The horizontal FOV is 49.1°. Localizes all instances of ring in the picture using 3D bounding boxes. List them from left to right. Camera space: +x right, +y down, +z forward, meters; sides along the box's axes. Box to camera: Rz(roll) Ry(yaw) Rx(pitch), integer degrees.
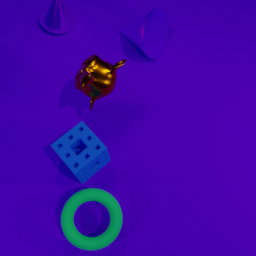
[{"bbox_3d":[-0.868,2.189,6.731,1.470,0.294,1.470,0,88,-3],"label":"ring"}]

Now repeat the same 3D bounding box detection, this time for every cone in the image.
[{"bbox_3d":[-2.127,-3.691,8.470,1.148,1.152,1.148,5,71,-13],"label":"cone"},{"bbox_3d":[0.281,-2.930,8.604,1.404,1.399,1.399,19,71,34],"label":"cone"}]

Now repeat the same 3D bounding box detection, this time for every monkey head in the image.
[{"bbox_3d":[-0.741,-1.124,6.794,0.983,1.174,1.632,30,110,-22],"label":"monkey head"}]

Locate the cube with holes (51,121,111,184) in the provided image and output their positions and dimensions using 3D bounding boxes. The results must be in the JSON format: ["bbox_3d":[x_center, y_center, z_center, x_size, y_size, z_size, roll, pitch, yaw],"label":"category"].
[{"bbox_3d":[-1.170,0.645,7.172,0.980,0.980,0.980,-39,70,-14],"label":"cube with holes"}]
